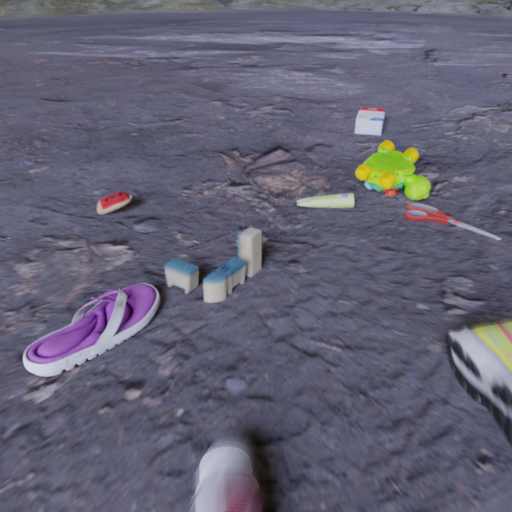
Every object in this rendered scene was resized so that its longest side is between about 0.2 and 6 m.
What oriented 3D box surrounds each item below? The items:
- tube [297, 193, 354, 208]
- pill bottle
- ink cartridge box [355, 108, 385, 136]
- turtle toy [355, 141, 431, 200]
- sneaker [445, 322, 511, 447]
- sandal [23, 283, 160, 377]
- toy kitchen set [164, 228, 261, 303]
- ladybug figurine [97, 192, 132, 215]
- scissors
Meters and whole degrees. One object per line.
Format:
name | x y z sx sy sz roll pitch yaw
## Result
tube | 1.566 -1.229 12.728 1.286 0.373 0.334 -2 67 2
pill bottle | -0.272 2.610 5.659 0.682 0.682 1.244 -3 31 -5
ink cartridge box | 3.632 -4.291 17.799 0.834 0.483 1.436 8 31 13
turtle toy | 3.271 -1.880 13.193 1.785 0.902 1.301 29 64 36
sneaker | 3.459 1.623 6.758 1.242 1.075 2.750 -19 32 -4
sandal | -2.394 0.958 8.583 1.021 0.616 2.508 17 34 26
toy kitchen set | -0.748 0.039 9.947 1.137 0.836 1.419 18 34 27
ladybug figurine | -3.153 -1.194 12.395 0.850 0.306 0.577 -22 22 2
scissors | 4.225 -0.775 12.046 2.155 0.150 0.788 16 32 29
